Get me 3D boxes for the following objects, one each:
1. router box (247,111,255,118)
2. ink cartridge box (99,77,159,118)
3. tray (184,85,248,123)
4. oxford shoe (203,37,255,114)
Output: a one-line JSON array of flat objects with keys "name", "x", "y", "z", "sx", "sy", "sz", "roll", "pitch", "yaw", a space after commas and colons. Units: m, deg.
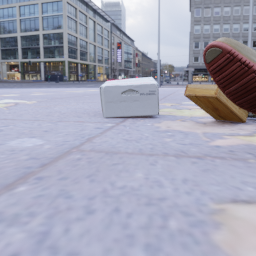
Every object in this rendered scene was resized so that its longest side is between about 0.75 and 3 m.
[{"name": "router box", "x": 4.163, "y": -0.839, "z": 8.029, "sx": 1.935, "sy": 0.505, "sz": 1.521, "roll": 4, "pitch": -27, "yaw": 14}, {"name": "ink cartridge box", "x": 0.085, "y": -1.135, "z": 9.862, "sx": 1.846, "sy": 1.060, "sz": 2.542, "roll": -3, "pitch": 14, "yaw": 2}, {"name": "tray", "x": 2.405, "y": -0.624, "z": 7.542, "sx": 0.938, "sy": 0.352, "sz": 1.901, "roll": 10, "pitch": -11, "yaw": 45}, {"name": "oxford shoe", "x": 2.442, "y": -0.715, "z": 4.612, "sx": 2.677, "sy": 1.001, "sz": 0.943, "roll": 35, "pitch": -17, "yaw": -8}]
